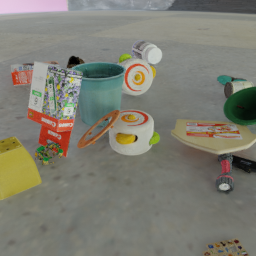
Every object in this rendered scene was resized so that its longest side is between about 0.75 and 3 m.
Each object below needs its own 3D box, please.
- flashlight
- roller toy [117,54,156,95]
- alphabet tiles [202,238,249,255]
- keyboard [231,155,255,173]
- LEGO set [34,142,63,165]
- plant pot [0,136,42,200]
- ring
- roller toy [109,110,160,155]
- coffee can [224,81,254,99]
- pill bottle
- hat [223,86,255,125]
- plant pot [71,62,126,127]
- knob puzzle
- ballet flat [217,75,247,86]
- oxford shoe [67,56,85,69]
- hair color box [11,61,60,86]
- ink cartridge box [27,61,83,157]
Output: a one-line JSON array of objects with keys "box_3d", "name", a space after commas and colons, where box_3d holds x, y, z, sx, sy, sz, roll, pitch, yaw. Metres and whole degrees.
[{"box_3d": [2.822, 1.228, 8.211, 0.512, 0.510, 1.507, 7, 37, 12], "name": "flashlight"}, {"box_3d": [0.257, -2.475, 13.548, 1.913, 1.745, 1.337, 24, 4, -27], "name": "roller toy"}, {"box_3d": [2.146, 2.788, 6.039, 0.965, 0.036, 0.807, -6, 30, -11], "name": "alphabet tiles"}, {"box_3d": [3.666, 1.182, 8.801, 1.278, 0.164, 0.767, 15, 26, 26], "name": "keyboard"}, {"box_3d": [-2.610, 0.886, 9.145, 0.704, 0.531, 0.916, 40, 43, 7], "name": "LEGO set"}, {"box_3d": [-3.361, 0.998, 7.973, 1.239, 1.276, 1.247, -20, 34, -32], "name": "plant pot"}, {"box_3d": [-0.950, 0.054, 9.343, 1.843, 0.177, 1.843, -37, 17, 13], "name": "ring"}, {"box_3d": [0.093, 0.084, 9.692, 1.699, 1.187, 1.550, -18, 34, -29], "name": "roller toy"}, {"box_3d": [5.341, -1.839, 13.512, 1.109, 0.812, 0.812, -3, 29, -6], "name": "coffee can"}, {"box_3d": [1.279, -5.115, 18.917, 1.270, 1.270, 2.232, -13, 32, -22], "name": "pill bottle"}, {"box_3d": [5.199, -0.367, 11.380, 2.318, 2.040, 1.920, -22, 46, 10], "name": "hat"}, {"box_3d": [-1.159, -1.322, 11.259, 2.163, 2.118, 2.163, 1, 29, -1], "name": "plant pot"}, {"box_3d": [2.932, 0.374, 9.694, 3.183, 0.441, 3.183, 0, 19, 0], "name": "knob puzzle"}, {"box_3d": [5.613, -2.459, 15.047, 1.625, 0.584, 0.584, 18, 34, 28], "name": "ballet flat"}, {"box_3d": [-3.019, -3.797, 16.691, 1.012, 1.175, 2.784, -3, 28, -1], "name": "oxford shoe"}, {"box_3d": [-5.190, -3.149, 15.859, 2.608, 0.833, 1.446, -10, 30, -19], "name": "hair color box"}, {"box_3d": [-2.496, -0.586, 9.119, 1.557, 2.858, 0.719, 20, 14, 31], "name": "ink cartridge box"}]
